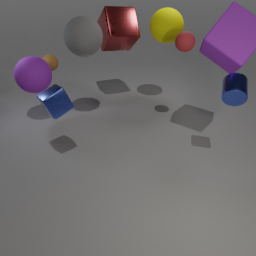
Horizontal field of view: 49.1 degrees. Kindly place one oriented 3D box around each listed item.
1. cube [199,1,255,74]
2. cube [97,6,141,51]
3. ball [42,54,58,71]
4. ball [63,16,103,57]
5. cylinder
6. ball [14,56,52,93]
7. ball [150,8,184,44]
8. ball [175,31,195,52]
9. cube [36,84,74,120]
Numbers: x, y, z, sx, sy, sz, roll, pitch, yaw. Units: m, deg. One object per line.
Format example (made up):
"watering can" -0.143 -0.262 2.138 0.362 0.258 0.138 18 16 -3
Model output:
"cube" 3.289 -2.742 8.800 1.400 1.400 1.400 39 5 7
"cube" -0.446 -4.323 12.301 1.400 1.400 1.400 -8 -7 -22
"ball" -3.336 -2.785 11.976 0.700 0.700 0.700 0 30 0
"ball" -1.610 -3.290 10.092 1.400 1.400 1.400 0 30 0
"cylinder" 3.085 -1.108 8.084 0.700 0.700 0.700 8 55 13
"ball" -3.630 -2.039 10.751 1.400 1.400 1.400 0 30 0
"ball" 1.604 -4.241 11.636 1.400 1.400 1.400 0 30 0
"ball" 1.987 -3.001 9.745 0.700 0.700 0.700 0 30 0
"cube" -2.152 -0.784 8.303 0.700 0.700 0.700 -37 34 -16
